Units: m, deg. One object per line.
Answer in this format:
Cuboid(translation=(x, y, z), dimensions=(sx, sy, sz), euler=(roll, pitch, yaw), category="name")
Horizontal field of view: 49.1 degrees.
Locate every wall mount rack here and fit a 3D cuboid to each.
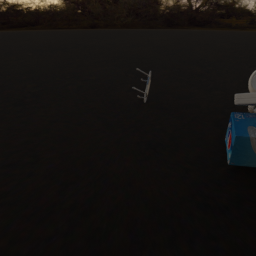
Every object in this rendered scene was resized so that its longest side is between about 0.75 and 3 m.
Cuboid(translation=(0.484, -1.469, 9.441), dimensions=(0.423, 1.135, 0.986), euler=(9, -11, 12), category="wall mount rack")

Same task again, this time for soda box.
Cuboid(translation=(3.283, 0.294, 5.542), dimensions=(2.461, 0.835, 0.790), euler=(4, 41, 10), category="soda box")

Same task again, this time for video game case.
Cuboid(translation=(3.914, -0.594, 5.311), dimensions=(2.100, 0.256, 2.937), euler=(-2, 3, -38), category="video game case")

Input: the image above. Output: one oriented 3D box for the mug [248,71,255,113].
Cuboid(translation=(4.040, -1.084, 8.216), dimensions=(1.319, 1.504, 1.111), euler=(6, 25, -50), category="mug")
